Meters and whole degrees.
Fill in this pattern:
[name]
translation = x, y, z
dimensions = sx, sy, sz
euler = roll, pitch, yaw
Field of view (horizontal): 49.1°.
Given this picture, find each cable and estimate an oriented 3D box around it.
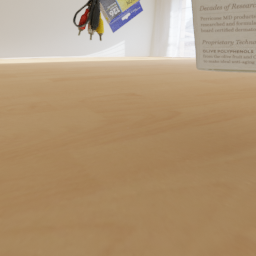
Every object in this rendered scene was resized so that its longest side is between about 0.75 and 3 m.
[cable]
translation = -1.114, -3.996, 8.929
dimensions = 1.126, 2.319, 0.583
euler = 6, 19, -23

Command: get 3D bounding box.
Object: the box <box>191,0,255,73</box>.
[box]
translation = 2.548, -2.401, 4.541
dimensions = 2.492, 2.135, 2.480
euler = 9, 44, 30

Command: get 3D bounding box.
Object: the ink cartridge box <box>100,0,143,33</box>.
[ink cartridge box]
translation = -0.295, -4.741, 10.395
dimensions = 1.688, 1.709, 0.402
euler = -42, 29, -15
